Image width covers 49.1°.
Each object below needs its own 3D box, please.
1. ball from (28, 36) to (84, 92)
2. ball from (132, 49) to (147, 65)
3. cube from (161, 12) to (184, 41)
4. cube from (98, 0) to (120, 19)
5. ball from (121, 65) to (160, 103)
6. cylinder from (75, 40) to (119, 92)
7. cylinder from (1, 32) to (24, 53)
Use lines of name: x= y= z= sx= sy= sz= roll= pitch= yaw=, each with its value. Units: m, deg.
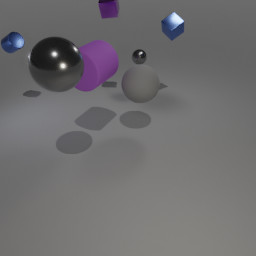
ball: x=-1.830 y=-1.621 z=7.211 sx=1.400 sy=1.400 sz=1.400 roll=0 pitch=32 yaw=0
ball: x=0.524 y=-3.296 z=13.009 sx=0.700 sy=0.700 sz=0.700 roll=0 pitch=32 yaw=0
cube: x=1.919 y=-4.343 z=12.001 sx=0.700 sy=0.700 sz=0.700 roll=-36 pitch=68 yaw=-4
cube: x=-0.764 y=-4.977 z=11.393 sx=0.700 sy=0.700 sz=0.700 roll=-2 pitch=53 yaw=9
ball: x=0.458 y=-1.607 z=10.256 sx=1.400 sy=1.400 sz=1.400 roll=0 pitch=32 yaw=0
cylinder: x=-1.236 y=-2.145 z=9.587 sx=1.400 sy=1.400 sz=1.400 roll=14 pitch=35 yaw=22
cylinder: x=-4.788 y=-3.536 z=11.620 sx=0.700 sy=0.700 sz=0.700 roll=-9 pitch=20 yaw=41
